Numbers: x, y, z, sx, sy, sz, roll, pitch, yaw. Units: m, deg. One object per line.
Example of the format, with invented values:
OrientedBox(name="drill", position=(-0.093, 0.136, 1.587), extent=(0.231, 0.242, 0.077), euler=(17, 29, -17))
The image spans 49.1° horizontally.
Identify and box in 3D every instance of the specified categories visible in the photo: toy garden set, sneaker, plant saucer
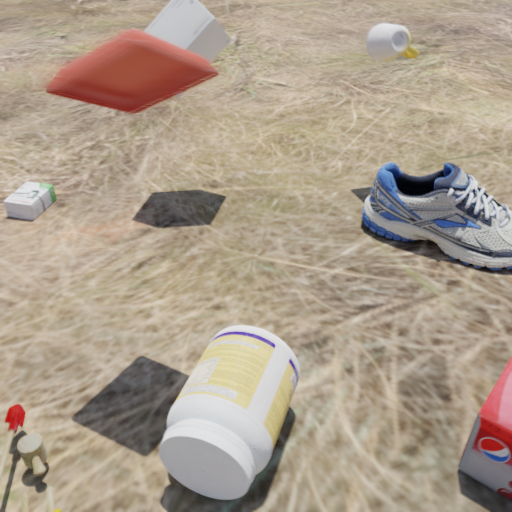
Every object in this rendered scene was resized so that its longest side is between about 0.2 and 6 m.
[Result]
OrientedBox(name="toy garden set", position=(-3.136, 2.733, 6.119), extent=(2.092, 0.501, 2.509), euler=(-14, 37, -16))
OrientedBox(name="sneaker", position=(3.667, -0.836, 10.197), extent=(3.473, 1.479, 1.338), euler=(15, 38, 18))
OrientedBox(name="plant saucer", position=(-1.341, -1.998, 6.112), extent=(1.373, 0.253, 1.376), euler=(-14, -4, 31))

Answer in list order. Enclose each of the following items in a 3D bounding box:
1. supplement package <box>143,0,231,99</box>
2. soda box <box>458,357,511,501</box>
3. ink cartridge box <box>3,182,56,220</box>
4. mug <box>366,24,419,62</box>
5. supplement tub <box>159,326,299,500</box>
OrientedBox(name="supplement package", position=(-1.423, -3.953, 10.569), extent=(0.873, 1.574, 1.226), euler=(46, 10, 6))
OrientedBox(name="soda box", position=(3.945, 1.547, 7.180), extent=(1.240, 1.123, 3.542), euler=(25, 43, 30))
OrientedBox(name="ink cartridge box", position=(-4.663, -1.145, 11.572), extent=(0.642, 0.370, 0.880), euler=(8, 36, 11))
OrientedBox(name="mug", position=(2.732, -4.219, 11.010), extent=(0.911, 0.730, 0.748), euler=(-12, 19, -11))
OrientedBox(name="supplement tub", position=(-0.288, 1.816, 6.687), extent=(1.263, 1.263, 1.737), euler=(12, 38, 16))
